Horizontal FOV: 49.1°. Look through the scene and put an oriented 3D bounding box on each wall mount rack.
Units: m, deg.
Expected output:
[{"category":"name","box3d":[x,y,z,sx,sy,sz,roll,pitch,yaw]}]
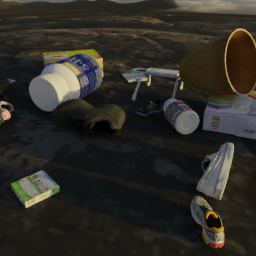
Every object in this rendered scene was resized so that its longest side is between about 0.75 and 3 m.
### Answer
[{"category":"wall mount rack","box3d":[1.389,-1.899,12.202,2.811,1.048,2.443,10,26,18]}]

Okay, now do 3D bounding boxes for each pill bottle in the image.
[{"category":"pill bottle","box3d":[1.735,-0.464,9.539,0.843,0.843,1.409,-7,29,-13]},{"category":"pill bottle","box3d":[-2.427,-1.821,11.168,1.755,1.755,2.932,11,31,20]}]

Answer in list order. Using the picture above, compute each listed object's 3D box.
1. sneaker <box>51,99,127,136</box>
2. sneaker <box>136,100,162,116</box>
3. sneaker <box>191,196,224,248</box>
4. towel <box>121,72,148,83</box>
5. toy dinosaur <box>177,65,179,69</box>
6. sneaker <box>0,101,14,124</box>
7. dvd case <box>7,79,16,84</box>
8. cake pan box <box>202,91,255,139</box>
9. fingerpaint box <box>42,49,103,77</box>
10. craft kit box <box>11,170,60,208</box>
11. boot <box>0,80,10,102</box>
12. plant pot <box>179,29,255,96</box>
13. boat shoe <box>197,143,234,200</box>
[{"category":"sneaker","box3d":[-1.386,-0.282,9.204,2.560,0.972,1.162,2,37,12]},{"category":"sneaker","box3d":[0.780,-0.790,10.519,1.247,0.517,0.442,-19,32,-32]},{"category":"sneaker","box3d":[1.640,1.788,5.675,0.468,0.494,1.202,-5,28,-9]},{"category":"towel","box3d":[0.305,-2.628,14.378,1.052,0.171,1.433,-10,28,-13]},{"category":"toy dinosaur","box3d":[3.090,-2.992,14.698,1.320,0.566,0.895,-14,37,-13]},{"category":"sneaker","box3d":[-4.524,-0.345,9.340,0.974,0.833,2.374,-7,30,-6]},{"category":"dvd case","box3d":[-5.996,-2.247,13.761,0.571,0.061,0.768,17,32,30]},{"category":"cake pan box","box3d":[4.306,-0.559,9.841,2.991,0.782,2.755,11,32,20]},{"category":"fingerpaint box","box3d":[-2.937,-3.318,14.729,2.821,1.035,2.354,-9,29,-16]},{"category":"craft kit box","box3d":[-2.220,1.425,6.696,0.849,0.208,0.859,-19,33,-36]},{"category":"boot","box3d":[-5.385,-1.444,11.793,0.824,0.635,1.699,21,43,16]},{"category":"plant pot","box3d":[3.121,-2.238,10.292,2.225,2.225,2.388,-23,17,-37]},{"category":"boat shoe","box3d":[2.198,0.972,7.055,0.666,0.730,2.028,16,40,19]}]
